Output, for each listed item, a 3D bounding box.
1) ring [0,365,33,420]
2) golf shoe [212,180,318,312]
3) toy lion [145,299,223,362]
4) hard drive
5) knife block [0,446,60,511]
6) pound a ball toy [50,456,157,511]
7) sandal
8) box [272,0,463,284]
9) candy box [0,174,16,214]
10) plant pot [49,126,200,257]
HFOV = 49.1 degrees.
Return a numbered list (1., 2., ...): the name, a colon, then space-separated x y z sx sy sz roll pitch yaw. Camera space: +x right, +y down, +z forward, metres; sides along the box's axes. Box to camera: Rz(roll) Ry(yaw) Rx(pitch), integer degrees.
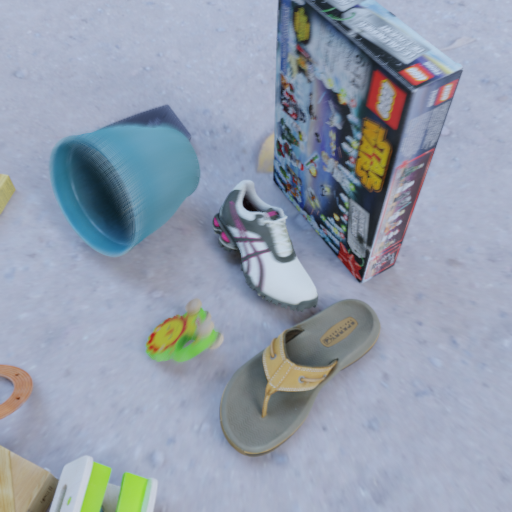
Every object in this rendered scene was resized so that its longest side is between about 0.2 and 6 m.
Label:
1. ring: -4.194 2.129 8.439 1.580 0.152 1.580 1 24 0
2. golf shoe: 0.190 -0.162 9.724 1.011 1.153 2.619 -17 55 -42
3. toy lion: -1.221 1.295 8.960 1.173 0.420 1.223 -36 28 -4
4. hard drive: -2.476 -2.410 11.845 1.954 0.414 1.318 -26 59 -16
5. knife block: -3.620 3.600 7.470 2.137 0.684 1.876 22 57 14
6. pound a ball toy: -1.917 4.199 6.910 1.819 1.185 2.789 31 45 -26
7. sandal: 0.716 1.646 8.720 3.287 0.888 1.320 -37 63 -23
8. box: 1.408 -1.890 9.059 0.872 4.373 2.994 -28 59 -17
9. candy box: -5.481 -0.902 10.772 0.951 0.460 1.629 10 54 8
10. plant pot: -2.160 -1.369 9.930 2.120 2.120 1.992 32 43 20
